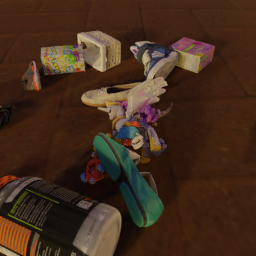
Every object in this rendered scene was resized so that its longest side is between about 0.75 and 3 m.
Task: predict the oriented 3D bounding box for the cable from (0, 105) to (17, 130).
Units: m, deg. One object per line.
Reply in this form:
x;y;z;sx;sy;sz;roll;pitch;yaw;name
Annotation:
-4.607;-0.315;9.477;1.287;0.401;1.577;5;38;6;cable

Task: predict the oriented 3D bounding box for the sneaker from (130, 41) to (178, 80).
0.784;-2.799;11.722;1.960;1.078;2.677;25;42;16;sneaker

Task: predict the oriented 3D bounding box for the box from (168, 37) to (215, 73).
2.836;-3.343;12.710;1.603;0.775;1.410;29;48;28;box

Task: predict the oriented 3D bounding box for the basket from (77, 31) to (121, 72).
-1.274;-3.530;12.585;1.135;1.247;1.840;-29;48;-32;basket

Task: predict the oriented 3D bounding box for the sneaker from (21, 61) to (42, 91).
-4.027;-2.137;11.436;0.740;0.696;1.807;-16;42;-9;sneaker

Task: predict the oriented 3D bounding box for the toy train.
-0.354;0.715;7.735;2.064;0.574;1.550;-33;36;16;toy train

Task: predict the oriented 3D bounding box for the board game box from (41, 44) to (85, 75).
-2.809;-2.977;12.186;1.747;0.916;0.900;-8;42;-8;board game box

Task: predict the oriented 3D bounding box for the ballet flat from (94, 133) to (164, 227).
0.058;1.183;7.123;0.920;0.880;2.614;-17;66;-33;ballet flat

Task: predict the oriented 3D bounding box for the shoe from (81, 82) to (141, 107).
-0.555;-1.322;10.491;2.393;0.639;0.837;-5;41;-6;shoe

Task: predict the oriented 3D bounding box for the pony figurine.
0.299;-0.204;8.438;2.341;2.019;2.425;-18;56;8;pony figurine

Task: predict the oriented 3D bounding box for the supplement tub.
-1.649;2.039;5.851;2.716;1.664;1.664;17;44;18;supplement tub
